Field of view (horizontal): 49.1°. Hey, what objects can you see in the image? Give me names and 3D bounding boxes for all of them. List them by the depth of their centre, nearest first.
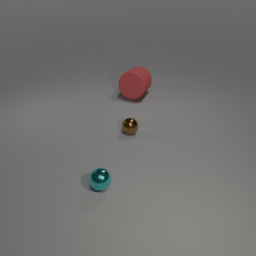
[{"bbox_3d":[-0.865,1.592,8.725,0.700,0.700,0.700,0,31,0],"label":"ball"},{"bbox_3d":[0.085,-0.076,11.583,0.700,0.700,0.700,0,31,0],"label":"ball"},{"bbox_3d":[0.387,-2.346,14.435,1.400,1.400,1.400,10,25,16],"label":"cylinder"}]
